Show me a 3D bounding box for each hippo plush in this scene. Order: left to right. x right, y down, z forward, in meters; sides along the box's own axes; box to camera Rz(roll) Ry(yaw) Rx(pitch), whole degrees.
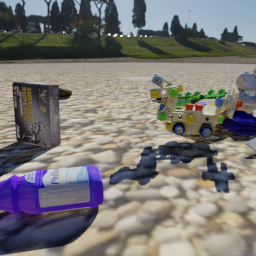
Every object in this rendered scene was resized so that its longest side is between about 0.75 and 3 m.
[{"bbox_3d":[4.476,-0.797,9.015,2.146,1.709,1.725,38,22,-26],"label":"hippo plush"}]

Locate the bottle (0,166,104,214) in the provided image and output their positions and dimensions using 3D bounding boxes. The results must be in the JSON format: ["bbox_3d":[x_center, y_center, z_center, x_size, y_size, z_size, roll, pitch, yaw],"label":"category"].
[{"bbox_3d":[-1.192,0.897,4.011,1.639,0.535,0.684,-4,16,-12],"label":"bottle"}]

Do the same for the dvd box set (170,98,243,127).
[{"bbox_3d":[2.376,-0.483,8.418,1.407,0.283,1.923,2,22,44],"label":"dvd box set"}]

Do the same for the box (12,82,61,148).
[{"bbox_3d":[-2.180,-0.340,6.688,1.158,1.463,0.354,9,16,26],"label":"box"}]

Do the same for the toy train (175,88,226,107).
[{"bbox_3d":[2.436,-1.037,10.448,2.564,0.535,0.723,-2,30,36],"label":"toy train"}]

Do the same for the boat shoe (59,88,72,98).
[{"bbox_3d":[-3.348,-1.651,13.071,1.452,0.536,0.537,-2,22,-6],"label":"boat shoe"}]

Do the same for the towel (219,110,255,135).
[{"bbox_3d":[3.323,-0.228,8.204,1.238,0.415,1.677,-2,16,-5],"label":"towel"}]

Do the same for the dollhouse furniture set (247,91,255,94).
[{"bbox_3d":[3.752,-1.276,10.715,1.550,1.072,1.642,-8,17,-27],"label":"dollhouse furniture set"}]

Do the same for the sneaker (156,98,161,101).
[{"bbox_3d":[1.532,-1.369,12.498,0.462,0.288,0.863,-4,20,-19],"label":"sneaker"}]

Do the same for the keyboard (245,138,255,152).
[{"bbox_3d":[3.476,0.252,6.559,1.898,0.101,0.534,-17,40,-35],"label":"keyboard"}]

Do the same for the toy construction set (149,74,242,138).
[{"bbox_3d":[1.556,-0.508,6.790,2.159,1.416,0.995,9,16,17],"label":"toy construction set"}]
